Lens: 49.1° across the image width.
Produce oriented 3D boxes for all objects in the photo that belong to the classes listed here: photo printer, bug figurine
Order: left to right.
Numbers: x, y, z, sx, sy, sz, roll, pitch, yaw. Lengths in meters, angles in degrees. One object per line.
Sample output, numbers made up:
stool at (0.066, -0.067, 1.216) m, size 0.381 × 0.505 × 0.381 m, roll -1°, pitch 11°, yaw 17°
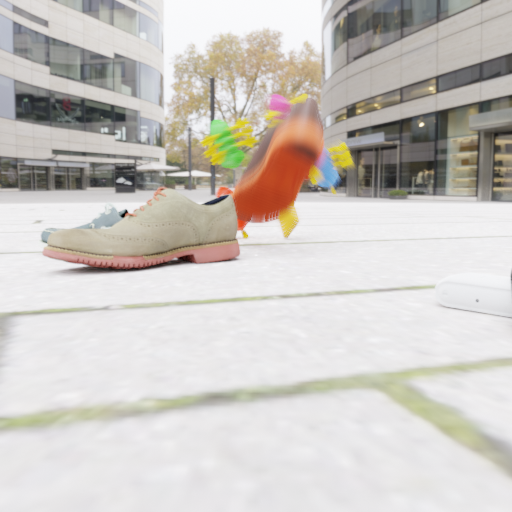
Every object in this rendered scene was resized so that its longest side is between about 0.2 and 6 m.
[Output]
bug figurine at (0.307, -2.187, 13.229) m, size 3.682 × 2.856 × 0.947 m, roll -27°, pitch 25°, yaw -10°
photo printer at (2.320, 0.371, 5.647) m, size 0.755 × 0.315 × 0.907 m, roll -7°, pitch 10°, yaw -44°

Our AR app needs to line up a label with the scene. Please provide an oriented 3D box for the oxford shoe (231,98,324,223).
oxford shoe at (0.405, -1.713, 10.980) m, size 1.175 × 1.197 × 3.301 m, roll 21°, pitch -32°, yaw -18°

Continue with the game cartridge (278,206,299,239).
game cartridge at (0.751, -0.884, 13.097) m, size 0.125 × 0.677 × 0.768 m, roll -3°, pitch -27°, yaw -23°

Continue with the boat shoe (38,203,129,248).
boat shoe at (-2.457, -0.508, 10.301) m, size 3.071 × 0.949 × 1.118 m, roll 0°, pitch 7°, yaw 3°

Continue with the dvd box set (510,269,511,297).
dvd box set at (3.025, 0.363, 4.663) m, size 1.659 × 0.244 × 1.214 m, roll 13°, pitch 15°, yaw 20°

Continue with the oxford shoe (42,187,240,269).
oxford shoe at (-1.700, -0.458, 8.749) m, size 3.256 × 1.217 × 1.147 m, roll -6°, pitch 9°, yaw -41°
